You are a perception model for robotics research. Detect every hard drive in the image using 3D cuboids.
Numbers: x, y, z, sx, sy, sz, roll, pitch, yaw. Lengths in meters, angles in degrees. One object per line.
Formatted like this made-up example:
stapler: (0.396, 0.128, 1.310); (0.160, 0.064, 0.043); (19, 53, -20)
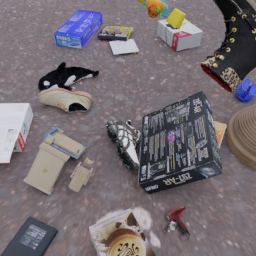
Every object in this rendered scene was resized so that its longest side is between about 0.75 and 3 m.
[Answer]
hard drive: (-2.339, 2.776, 6.550); (0.853, 0.201, 1.223); (18, 48, 17)

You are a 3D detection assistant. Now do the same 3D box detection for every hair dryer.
hair dryer: (1.263, 2.345, 7.028); (0.663, 0.237, 0.871); (26, 53, 0)

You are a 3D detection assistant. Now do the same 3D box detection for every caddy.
caddy: (4.418, -1.390, 10.468); (0.665, 0.494, 0.941); (39, 53, 3)

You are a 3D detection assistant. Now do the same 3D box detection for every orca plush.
orca plush: (-2.332, -2.117, 10.897); (2.414, 0.858, 1.270); (-9, 46, -8)

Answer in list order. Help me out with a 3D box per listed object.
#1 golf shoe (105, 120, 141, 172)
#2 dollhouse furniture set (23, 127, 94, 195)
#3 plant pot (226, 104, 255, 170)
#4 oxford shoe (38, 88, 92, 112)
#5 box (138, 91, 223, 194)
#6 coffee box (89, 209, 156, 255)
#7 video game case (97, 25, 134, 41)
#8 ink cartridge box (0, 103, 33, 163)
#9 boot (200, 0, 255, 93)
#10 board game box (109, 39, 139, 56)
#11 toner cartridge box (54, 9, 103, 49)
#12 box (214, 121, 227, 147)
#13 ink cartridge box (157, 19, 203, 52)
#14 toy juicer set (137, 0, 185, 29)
golf shoe: (0.045, 0.405, 8.488); (0.956, 0.787, 2.023); (-16, 49, -15)
dollhouse furniture set: (-1.838, 1.017, 8.166); (1.681, 1.162, 1.780); (29, 16, -2)
plant pot: (4.533, 0.028, 8.521); (2.745, 1.267, 2.745); (1, 45, -1)
oxford shoe: (-2.255, -0.938, 9.886); (1.913, 0.677, 0.706); (1, 48, 2)
box: (1.371, 0.350, 7.910); (2.125, 0.577, 2.652); (-23, 39, 26)
coffee box: (0.007, 2.887, 6.049); (1.077, 0.761, 1.906); (-20, 49, -18)
video game case: (-0.601, -4.689, 13.794); (1.498, 0.191, 1.354); (8, 41, 12)
ink cartridge box: (-3.946, 0.257, 8.741); (1.370, 0.633, 2.514); (-1, 47, -1)
boot: (2.453, -2.152, 6.841); (1.738, 2.309, 0.845); (-48, 18, 6)
board game box: (-0.191, -3.728, 12.982); (1.169, 0.151, 1.169); (-10, 46, -9)
toner cartridge box: (-2.370, -4.952, 13.853); (1.358, 0.617, 2.859); (12, 46, 13)
box: (2.346, 0.372, 8.584); (0.964, 0.673, 1.265); (19, 48, 17)
ink cartridge box: (2.409, -4.503, 13.308); (1.347, 0.765, 1.848); (-19, 49, -18)
toy juicer set: (0.460, -2.735, 6.188); (1.065, 0.456, 1.674); (10, 34, -35)
